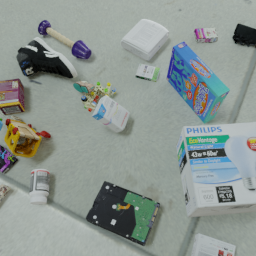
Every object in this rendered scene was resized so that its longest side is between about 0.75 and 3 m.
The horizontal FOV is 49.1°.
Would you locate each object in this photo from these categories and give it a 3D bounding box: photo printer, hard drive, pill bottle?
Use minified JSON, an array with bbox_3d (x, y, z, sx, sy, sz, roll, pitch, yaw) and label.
[{"bbox_3d":[0.857,-4.180,13.010,1.625,0.678,1.953,32,67,16],"label":"photo printer"},{"bbox_3d":[-0.150,2.832,9.432,2.122,0.402,1.483,17,59,16],"label":"hard drive"},{"bbox_3d":[-3.112,2.073,9.844,0.648,0.648,1.139,-3,63,-2],"label":"pill bottle"}]

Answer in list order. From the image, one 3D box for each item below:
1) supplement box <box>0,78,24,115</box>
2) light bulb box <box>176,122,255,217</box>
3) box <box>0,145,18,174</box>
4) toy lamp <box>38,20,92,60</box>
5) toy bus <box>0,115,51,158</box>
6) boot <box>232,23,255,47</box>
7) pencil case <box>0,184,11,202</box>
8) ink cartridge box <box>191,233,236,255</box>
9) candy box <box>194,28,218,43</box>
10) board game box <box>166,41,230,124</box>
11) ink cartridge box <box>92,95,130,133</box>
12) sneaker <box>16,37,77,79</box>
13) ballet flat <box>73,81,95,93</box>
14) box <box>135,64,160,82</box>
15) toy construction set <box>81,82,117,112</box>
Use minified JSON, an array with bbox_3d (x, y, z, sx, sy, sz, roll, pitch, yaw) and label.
[{"bbox_3d":[-4.801,-1.301,11.543,0.860,0.678,1.313,-8,63,-4],"label":"supplement box"},{"bbox_3d":[3.261,1.412,9.568,2.748,1.730,2.772,-4,63,-2],"label":"light bulb box"},{"bbox_3d":[-4.762,1.156,10.562,0.990,0.179,0.708,34,71,17],"label":"box"},{"bbox_3d":[-2.896,-4.010,12.880,2.850,0.829,0.829,32,67,17],"label":"toy lamp"},{"bbox_3d":[-4.085,0.362,10.468,1.872,1.984,1.025,24,96,4],"label":"toy bus"},{"bbox_3d":[5.863,-4.614,13.275,1.490,0.673,1.818,20,67,12],"label":"boot"},{"bbox_3d":[-4.545,2.418,9.811,0.437,0.380,0.976,22,64,26],"label":"pencil case"},{"bbox_3d":[2.668,4.087,8.892,1.208,0.506,1.060,17,64,9],"label":"ink cartridge box"},{"bbox_3d":[3.703,-4.416,13.343,0.995,0.303,0.678,-4,63,-2],"label":"candy box"},{"bbox_3d":[2.614,-1.740,11.017,0.602,2.036,2.677,-29,66,-14],"label":"board game box"},{"bbox_3d":[-0.632,-0.514,10.718,1.229,0.520,0.888,35,58,-22],"label":"ink cartridge box"},{"bbox_3d":[-3.643,-2.605,12.088,1.662,1.085,2.971,-43,63,-16],"label":"sneaker"},{"bbox_3d":[-1.741,-1.665,11.313,0.458,0.464,1.363,-36,35,-22],"label":"ballet flat"},{"bbox_3d":[0.880,-2.451,12.423,0.967,0.176,0.698,14,64,9],"label":"box"},{"bbox_3d":[-1.290,-1.247,11.530,1.073,0.754,1.636,24,55,14],"label":"toy construction set"}]
